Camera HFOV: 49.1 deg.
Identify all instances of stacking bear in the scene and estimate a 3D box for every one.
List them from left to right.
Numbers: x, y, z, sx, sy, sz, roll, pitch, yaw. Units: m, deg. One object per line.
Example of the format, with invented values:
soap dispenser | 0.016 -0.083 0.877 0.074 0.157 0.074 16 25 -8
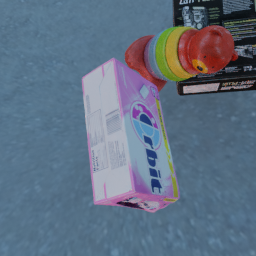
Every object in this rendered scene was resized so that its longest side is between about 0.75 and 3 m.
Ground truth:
stacking bear | 1.014 -1.330 5.065 1.875 1.139 1.066 9 57 55

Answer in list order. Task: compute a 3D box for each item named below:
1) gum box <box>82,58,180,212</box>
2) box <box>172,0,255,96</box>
gum box | 0.031 0.123 2.983 0.492 0.844 1.486 -24 62 31
box | 2.447 -2.042 6.552 2.715 1.169 2.223 -4 81 11
